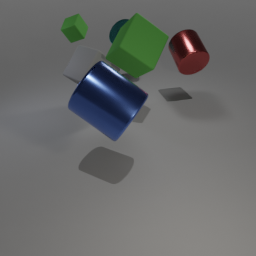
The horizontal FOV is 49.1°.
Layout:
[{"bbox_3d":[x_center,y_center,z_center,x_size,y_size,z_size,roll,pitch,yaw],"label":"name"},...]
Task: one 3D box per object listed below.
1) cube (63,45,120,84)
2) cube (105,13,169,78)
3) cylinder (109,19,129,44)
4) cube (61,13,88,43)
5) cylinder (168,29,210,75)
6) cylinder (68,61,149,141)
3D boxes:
[{"bbox_3d":[-1.463,-2.288,11.311,1.400,1.400,1.400,28,-2,42],"label":"cube"},{"bbox_3d":[0.295,-2.809,9.792,1.400,1.400,1.400,30,-14,-20],"label":"cube"},{"bbox_3d":[-0.001,-4.452,14.008,1.400,1.400,1.400,23,-2,34],"label":"cylinder"},{"bbox_3d":[-2.099,-3.923,11.039,0.700,0.700,0.700,-8,54,27],"label":"cube"},{"bbox_3d":[2.629,-3.282,12.177,1.400,1.400,1.400,-8,58,-13],"label":"cylinder"},{"bbox_3d":[-0.464,-0.630,6.676,1.400,1.400,1.400,36,35,-3],"label":"cylinder"}]
